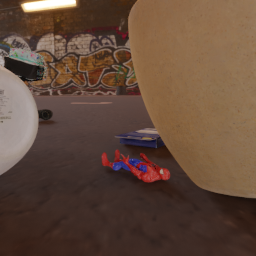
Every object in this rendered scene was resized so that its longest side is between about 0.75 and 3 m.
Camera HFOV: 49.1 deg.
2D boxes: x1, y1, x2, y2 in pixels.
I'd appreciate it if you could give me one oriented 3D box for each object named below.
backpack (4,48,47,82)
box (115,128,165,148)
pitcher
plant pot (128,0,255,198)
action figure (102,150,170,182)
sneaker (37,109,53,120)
[{"bbox_3d":[-3.055,-1.865,8.483,1.123,0.952,1.265,16,3,0],"label":"backpack"},{"bbox_3d":[0.443,0.210,6.077,0.878,0.235,1.449,5,8,32],"label":"box"},{"bbox_3d":[-2.567,0.000,3.255,2.525,1.531,2.166,-5,3,27],"label":"pitcher"},{"bbox_3d":[1.415,-0.283,3.125,2.803,1.882,2.803,-1,0,0],"label":"plant pot"},{"bbox_3d":[0.107,0.511,3.870,0.402,0.317,1.227,-4,11,-40],"label":"action figure"},{"bbox_3d":[-3.357,-0.534,10.400,1.140,0.433,0.517,-5,22,-42],"label":"sneaker"}]
